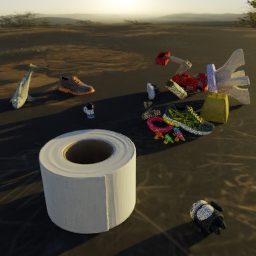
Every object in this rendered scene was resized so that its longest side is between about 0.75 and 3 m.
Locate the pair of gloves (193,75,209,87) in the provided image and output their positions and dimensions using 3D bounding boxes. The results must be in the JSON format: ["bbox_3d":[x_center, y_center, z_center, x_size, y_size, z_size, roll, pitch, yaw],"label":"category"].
[{"bbox_3d":[4.220,-2.607,15.861,1.305,0.229,1.110,10,-16,6],"label":"pair of gloves"}]

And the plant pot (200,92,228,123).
[{"bbox_3d":[3.827,-0.967,12.267,1.140,1.006,1.140,9,27,20],"label":"plant pot"}]

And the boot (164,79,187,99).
[{"bbox_3d":[1.606,-1.308,9.408,0.686,0.321,0.883,37,9,-16],"label":"boot"}]

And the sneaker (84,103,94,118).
[{"bbox_3d":[-1.738,-0.902,12.607,0.411,0.587,1.017,-7,27,-17],"label":"sneaker"}]

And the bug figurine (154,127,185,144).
[{"bbox_3d":[1.620,0.249,10.583,1.139,0.293,0.883,-10,28,-20],"label":"bug figurine"}]

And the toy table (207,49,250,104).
[{"bbox_3d":[4.858,-2.293,13.614,1.701,2.670,2.904,-9,28,20],"label":"toy table"}]

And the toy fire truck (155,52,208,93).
[{"bbox_3d":[2.973,-3.050,15.299,2.824,1.991,0.688,14,51,25],"label":"toy fire truck"}]

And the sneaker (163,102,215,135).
[{"bbox_3d":[2.427,-0.379,10.987,2.070,0.876,0.771,17,29,6],"label":"sneaker"}]

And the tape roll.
[{"bbox_3d":[-0.957,1.228,7.074,2.322,1.594,2.322,0,26,0],"label":"tape roll"}]

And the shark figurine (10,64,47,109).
[{"bbox_3d":[-5.010,-1.923,14.035,1.080,2.587,1.546,29,-23,-29],"label":"shark figurine"}]

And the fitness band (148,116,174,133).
[{"bbox_3d":[1.330,-0.163,11.530,0.953,0.248,1.327,-8,26,-10],"label":"fitness band"}]

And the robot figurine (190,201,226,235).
[{"bbox_3d":[1.857,2.077,6.540,0.654,0.543,0.870,-3,25,-32],"label":"robot figurine"}]

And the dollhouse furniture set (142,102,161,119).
[{"bbox_3d":[0.913,-0.823,11.910,0.463,0.736,0.833,-13,-3,-24],"label":"dollhouse furniture set"}]

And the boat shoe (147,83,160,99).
[{"bbox_3d":[1.378,-1.975,14.857,0.606,0.640,1.831,-2,19,-1],"label":"boat shoe"}]

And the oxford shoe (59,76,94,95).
[{"bbox_3d":[-2.864,-2.342,15.281,2.260,0.824,0.806,12,28,23],"label":"oxford shoe"}]
